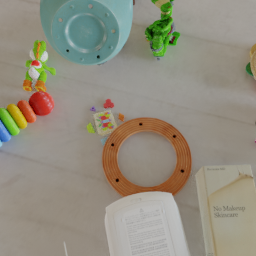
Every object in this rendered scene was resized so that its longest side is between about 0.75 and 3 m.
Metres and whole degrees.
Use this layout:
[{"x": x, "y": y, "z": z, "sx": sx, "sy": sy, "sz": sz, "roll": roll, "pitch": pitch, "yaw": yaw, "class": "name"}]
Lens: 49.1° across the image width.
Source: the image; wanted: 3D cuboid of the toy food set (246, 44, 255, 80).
[{"x": 4.885, "y": -1.867, "z": 8.923, "sx": 2.141, "sy": 0.521, "sz": 2.119, "roll": 17, "pitch": 67, "yaw": 8, "class": "toy food set"}]

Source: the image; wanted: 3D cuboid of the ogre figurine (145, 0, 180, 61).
[{"x": 1.126, "y": -3.207, "z": 9.061, "sx": 1.143, "sy": 1.397, "sz": 2.330, "roll": -7, "pitch": 64, "yaw": 1, "class": "ogre figurine"}]

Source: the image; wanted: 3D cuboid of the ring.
[{"x": 0.524, "y": 0.858, "z": 7.841, "sx": 2.513, "sy": 0.241, "sz": 2.513, "roll": 0, "pitch": 64, "yaw": 0, "class": "ring"}]

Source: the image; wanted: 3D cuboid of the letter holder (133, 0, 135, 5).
[{"x": -0.935, "y": -5.924, "z": 10.328, "sx": 1.970, "sy": 1.394, "sz": 2.771, "roll": -9, "pitch": 65, "yaw": -2, "class": "letter holder"}]

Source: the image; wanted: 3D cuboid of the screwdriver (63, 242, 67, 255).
[{"x": -0.965, "y": 2.439, "z": 4.616, "sx": 0.157, "sy": 0.164, "sz": 1.128, "roll": -12, "pitch": 91, "yaw": 14, "class": "screwdriver"}]

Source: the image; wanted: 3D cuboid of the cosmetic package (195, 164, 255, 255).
[{"x": 2.498, "y": 2.199, "z": 6.858, "sx": 1.270, "sy": 0.897, "sz": 2.454, "roll": -3, "pitch": 66, "yaw": -1, "class": "cosmetic package"}]

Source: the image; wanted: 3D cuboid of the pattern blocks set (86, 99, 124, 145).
[{"x": -0.672, "y": -0.183, "z": 8.379, "sx": 1.165, "sy": 0.107, "sz": 1.325, "roll": -29, "pitch": 69, "yaw": -12, "class": "pattern blocks set"}]

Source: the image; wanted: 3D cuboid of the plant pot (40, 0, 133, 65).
[{"x": -0.926, "y": -2.459, "z": 6.290, "sx": 2.239, "sy": 2.239, "sz": 1.797, "roll": -4, "pitch": 42, "yaw": -2, "class": "plant pot"}]

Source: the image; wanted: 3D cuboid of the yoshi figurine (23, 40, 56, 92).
[{"x": -2.855, "y": -1.946, "z": 8.955, "sx": 0.916, "sy": 0.919, "sz": 1.635, "roll": -5, "pitch": 75, "yaw": 42, "class": "yoshi figurine"}]

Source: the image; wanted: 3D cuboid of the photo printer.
[{"x": 0.449, "y": 2.662, "z": 6.620, "sx": 1.834, "sy": 0.765, "sz": 2.204, "roll": -12, "pitch": 72, "yaw": -5, "class": "photo printer"}]

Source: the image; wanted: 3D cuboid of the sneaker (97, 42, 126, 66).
[{"x": -0.664, "y": -2.807, "z": 9.343, "sx": 0.696, "sy": 0.595, "sz": 1.598, "roll": 39, "pitch": 71, "yaw": 21, "class": "sneaker"}]

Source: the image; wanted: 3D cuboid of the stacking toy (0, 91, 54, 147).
[{"x": -3.338, "y": -0.229, "z": 7.907, "sx": 2.703, "sy": 1.154, "sz": 1.154, "roll": -34, "pitch": 70, "yaw": -18, "class": "stacking toy"}]
